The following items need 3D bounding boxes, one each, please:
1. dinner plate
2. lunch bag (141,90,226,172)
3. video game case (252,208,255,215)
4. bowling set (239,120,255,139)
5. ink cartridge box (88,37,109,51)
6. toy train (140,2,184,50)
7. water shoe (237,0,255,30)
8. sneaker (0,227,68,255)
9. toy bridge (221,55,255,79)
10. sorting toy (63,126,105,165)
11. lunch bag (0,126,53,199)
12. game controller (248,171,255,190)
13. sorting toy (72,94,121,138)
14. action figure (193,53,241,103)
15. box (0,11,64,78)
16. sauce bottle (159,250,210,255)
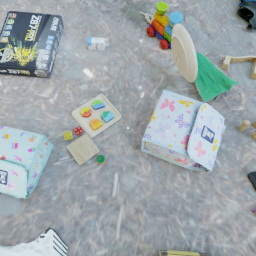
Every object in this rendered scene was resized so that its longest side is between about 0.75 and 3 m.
[{"bbox_3d":[1.865,-2.549,9.728,0.250,2.064,2.064,-18,67,-3],"label":"dinner plate"},{"bbox_3d":[1.916,0.121,9.410,2.432,1.546,2.062,22,70,8],"label":"lunch bag"},{"bbox_3d":[4.625,2.725,8.960,0.937,0.168,0.849,-32,69,-14],"label":"video game case"},{"bbox_3d":[4.795,-0.086,9.913,1.470,0.789,1.023,32,70,13],"label":"bowling set"},{"bbox_3d":[-1.230,-3.487,11.650,0.829,0.481,0.281,2,65,1],"label":"ink cartridge box"},{"bbox_3d":[1.287,-4.596,11.612,1.075,1.469,2.539,-34,70,-15],"label":"toy train"},{"bbox_3d":[5.303,-5.505,12.326,1.049,0.951,2.659,-12,65,-3],"label":"water shoe"},{"bbox_3d":[-2.818,3.537,8.368,2.109,0.796,1.214,15,57,-1],"label":"sneaker"},{"bbox_3d":[5.153,-2.419,11.214,2.801,0.381,0.941,21,64,9],"label":"toy bridge"},{"bbox_3d":[-1.590,0.728,9.810,0.841,0.295,1.744,-35,70,-15],"label":"sorting toy"},{"bbox_3d":[-3.687,1.121,9.104,1.747,1.251,2.051,13,68,8],"label":"lunch bag"},{"bbox_3d":[4.381,1.854,9.393,0.429,0.173,0.823,-13,66,-22],"label":"game controller"},{"bbox_3d":[-1.177,-0.496,10.392,1.439,0.262,1.332,-36,70,-15],"label":"sorting toy"},{"bbox_3d":[2.916,-2.174,10.924,1.547,0.716,2.619,-25,61,-9],"label":"action figure"},{"bbox_3d":[-4.077,-3.460,11.514,2.321,0.707,2.879,7,65,0],"label":"box"},{"bbox_3d":[1.943,3.956,8.111,2.095,0.678,0.678,5,65,3],"label":"sauce bottle"}]
